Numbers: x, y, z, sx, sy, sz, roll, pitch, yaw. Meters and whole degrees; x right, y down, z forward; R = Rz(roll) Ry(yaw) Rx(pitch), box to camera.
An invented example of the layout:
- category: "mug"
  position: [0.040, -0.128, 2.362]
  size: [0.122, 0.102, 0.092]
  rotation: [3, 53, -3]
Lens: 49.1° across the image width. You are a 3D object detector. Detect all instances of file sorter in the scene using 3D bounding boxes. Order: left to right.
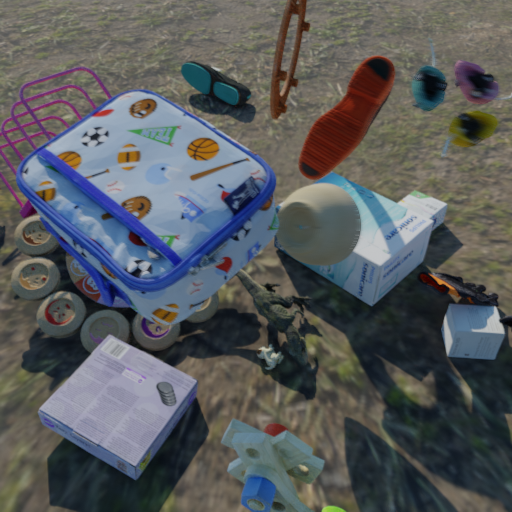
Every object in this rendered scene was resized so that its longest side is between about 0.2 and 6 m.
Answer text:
- category: "file sorter"
  position: [-4.058, -2.308, 11.455]
  size: [1.874, 2.697, 1.691]
  rotation: [-37, 95, -42]

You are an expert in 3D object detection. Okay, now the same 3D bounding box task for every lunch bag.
- category: "lunch bag"
  position: [-1.351, -0.677, 7.034]
  size: [3.096, 1.170, 2.481]
  rotation: [36, 64, 27]

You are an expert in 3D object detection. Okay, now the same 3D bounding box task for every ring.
- category: "ring"
  position: [0.785, -4.374, 11.843]
  size: [0.289, 3.007, 3.007]
  rotation: [15, 42, 7]

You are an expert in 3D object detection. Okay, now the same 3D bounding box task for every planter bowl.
- category: "planter bowl"
  position: [0.828, -0.463, 8.573]
  size: [1.310, 1.310, 0.882]
  rotation: [27, 19, 28]

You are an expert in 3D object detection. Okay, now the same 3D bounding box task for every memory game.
- category: "memory game"
  position: [-2.331, -0.149, 10.052]
  size: [4.070, 0.259, 4.070]
  rotation: [2, 63, -4]

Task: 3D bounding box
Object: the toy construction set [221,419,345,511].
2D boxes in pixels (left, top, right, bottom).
- category: "toy construction set"
  position: [0.114, 3.695, 5.703]
  size: [2.493, 1.752, 3.802]
  rotation: [11, 52, 13]

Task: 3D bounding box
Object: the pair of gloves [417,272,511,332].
- category: "pair of gloves"
  position: [3.966, 0.928, 9.202]
  size: [2.413, 0.298, 2.150]
  rotation: [35, 18, 37]

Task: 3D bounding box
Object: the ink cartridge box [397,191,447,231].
- category: "ink cartridge box"
  position: [3.358, -0.828, 11.834]
  size: [0.817, 0.492, 1.124]
  rotation: [31, 48, 33]

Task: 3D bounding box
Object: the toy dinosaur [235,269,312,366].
- category: "toy dinosaur"
  position: [0.261, 0.775, 9.683]
  size: [2.471, 0.586, 1.089]
  rotation: [43, 29, 24]

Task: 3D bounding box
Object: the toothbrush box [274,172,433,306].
- category: "toothbrush box"
  position: [1.842, -0.419, 10.902]
  size: [2.472, 1.054, 1.809]
  rotation: [31, 49, 31]

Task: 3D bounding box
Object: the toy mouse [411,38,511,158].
- category: "toy mouse"
  position: [2.485, -2.067, 7.112]
  size: [1.682, 0.325, 1.495]
  rotation: [-25, 79, -22]

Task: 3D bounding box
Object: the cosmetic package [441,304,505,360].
- category: "cosmetic package"
  position: [3.558, 1.251, 9.248]
  size: [0.774, 0.648, 0.644]
  rotation: [3, 40, 4]

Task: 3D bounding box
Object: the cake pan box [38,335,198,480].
- category: "cake pan box"
  position: [-1.998, 2.128, 8.206]
  size: [1.753, 0.459, 1.615]
  rotation: [23, 43, 13]

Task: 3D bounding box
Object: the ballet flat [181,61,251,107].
- category: "ballet flat"
  position: [-1.148, -5.138, 16.780]
  size: [2.464, 0.838, 0.843]
  rotation: [36, 42, 22]

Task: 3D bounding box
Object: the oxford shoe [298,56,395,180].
- category: "oxford shoe"
  position: [1.630, -2.250, 9.727]
  size: [0.844, 0.860, 2.371]
  rotation: [39, 93, 18]

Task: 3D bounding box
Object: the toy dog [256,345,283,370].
- category: "toy dog"
  position: [0.196, 1.635, 9.140]
  size: [0.390, 0.272, 0.379]
  rotation: [29, 83, 27]
